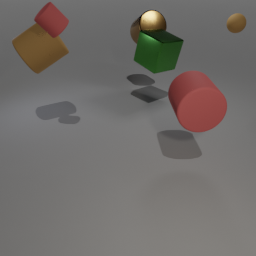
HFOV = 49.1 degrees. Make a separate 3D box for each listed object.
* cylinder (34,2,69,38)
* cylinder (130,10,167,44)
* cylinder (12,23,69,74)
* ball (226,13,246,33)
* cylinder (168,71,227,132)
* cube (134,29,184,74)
[{"bbox_3d":[-2.177,-3.077,7.999,0.700,0.700,0.700,-29,40,27],"label":"cylinder"},{"bbox_3d":[0.969,-4.835,13.672,1.400,1.400,1.400,-9,7,-17],"label":"cylinder"},{"bbox_3d":[-3.047,-2.868,9.839,1.400,1.400,1.400,-34,33,1],"label":"cylinder"},{"bbox_3d":[4.082,-3.942,10.550,0.700,0.700,0.700,0,29,0],"label":"ball"},{"bbox_3d":[1.997,-0.806,8.274,1.400,1.400,1.400,-2,31,-3],"label":"cylinder"},{"bbox_3d":[1.314,-3.393,12.281,1.400,1.400,1.400,-20,47,-38],"label":"cube"}]
